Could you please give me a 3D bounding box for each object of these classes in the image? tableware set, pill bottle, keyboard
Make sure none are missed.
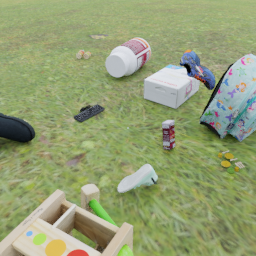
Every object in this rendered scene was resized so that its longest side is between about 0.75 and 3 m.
[{"bbox_3d":[3.341,1.135,9.291,0.639,0.146,0.949,-13,37,-14],"label":"tableware set"},{"bbox_3d":[0.014,-3.871,15.505,1.628,1.628,2.881,16,36,23],"label":"pill bottle"},{"bbox_3d":[-1.730,-0.746,12.004,0.758,0.289,1.457,24,39,32],"label":"keyboard"}]

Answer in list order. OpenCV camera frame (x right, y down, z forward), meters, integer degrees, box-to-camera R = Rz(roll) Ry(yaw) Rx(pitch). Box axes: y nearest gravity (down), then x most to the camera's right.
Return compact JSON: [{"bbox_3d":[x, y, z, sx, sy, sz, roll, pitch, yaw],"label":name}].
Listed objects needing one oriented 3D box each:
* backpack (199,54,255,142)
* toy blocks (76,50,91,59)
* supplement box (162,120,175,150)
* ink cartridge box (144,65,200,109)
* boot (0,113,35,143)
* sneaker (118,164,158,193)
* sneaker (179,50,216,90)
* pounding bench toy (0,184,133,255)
[{"bbox_3d":[4.166,-1.111,10.187,2.152,2.859,2.538,35,45,28],"label":"backpack"},{"bbox_3d":[-2.787,-4.780,18.039,0.858,0.374,1.030,4,33,7],"label":"toy blocks"},{"bbox_3d":[1.424,0.240,9.769,0.289,0.949,0.516,3,15,29],"label":"supplement box"},{"bbox_3d":[2.097,-2.019,13.241,1.753,1.027,2.425,22,38,30],"label":"ink cartridge box"},{"bbox_3d":[-4.705,0.280,9.542,2.372,0.906,1.993,23,36,5],"label":"boot"},{"bbox_3d":[0.323,1.630,8.161,1.196,0.705,0.440,-35,38,4],"label":"sneaker"},{"bbox_3d":[2.553,-2.046,10.439,0.683,1.742,0.656,-44,3,-11],"label":"sneaker"},{"bbox_3d":[-0.776,2.455,5.855,2.117,1.686,2.714,17,37,24],"label":"pounding bench toy"}]
